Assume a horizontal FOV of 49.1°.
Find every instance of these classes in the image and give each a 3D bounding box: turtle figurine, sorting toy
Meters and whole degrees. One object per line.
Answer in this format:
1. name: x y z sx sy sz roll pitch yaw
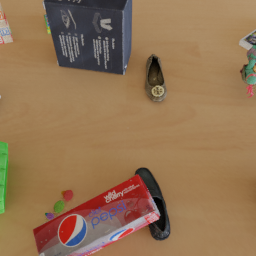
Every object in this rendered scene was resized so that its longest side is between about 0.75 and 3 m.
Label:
1. turtle figurine: 4.563 -2.021 9.802 1.200 1.784 2.383 -9 26 28
2. sorting toy: -1.968 2.097 7.824 0.336 0.339 0.976 12 49 37

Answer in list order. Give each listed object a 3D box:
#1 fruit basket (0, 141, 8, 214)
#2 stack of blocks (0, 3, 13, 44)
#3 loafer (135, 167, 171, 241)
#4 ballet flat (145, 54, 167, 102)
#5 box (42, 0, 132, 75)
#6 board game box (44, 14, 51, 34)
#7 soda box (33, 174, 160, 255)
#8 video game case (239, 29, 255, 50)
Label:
1. fruit basket: -4.465 1.411 7.590 2.349 1.694 2.349 11 49 -13
2. stack of blocks: -6.320 -4.137 11.569 2.573 1.482 0.754 -16 55 -11
3. loafer: 0.668 1.940 7.605 0.713 0.737 2.099 -12 55 -8
4. ballet flat: 1.037 -1.973 10.568 0.799 0.550 2.373 1 54 0
5. box: -1.312 -3.667 10.454 2.774 2.728 1.629 10 53 6
6. board game box: -2.905 -4.952 12.925 1.767 0.257 1.189 -14 55 -10
7. soda box: -0.730 2.314 6.798 2.898 0.919 1.015 -27 57 -1
8. video game case: 6.491 -3.637 11.949 2.605 0.304 2.368 -35 62 -22
